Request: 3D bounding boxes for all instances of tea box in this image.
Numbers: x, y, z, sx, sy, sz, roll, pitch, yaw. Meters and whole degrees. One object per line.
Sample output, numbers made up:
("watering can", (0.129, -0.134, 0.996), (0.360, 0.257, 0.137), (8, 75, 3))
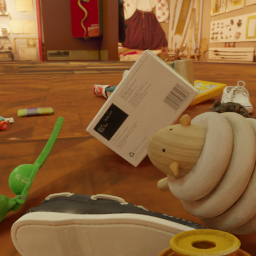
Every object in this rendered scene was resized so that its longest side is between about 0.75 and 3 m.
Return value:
("tea box", (0.300, -0.512, 5.758), (1.222, 1.829, 1.799), (37, 17, -6))

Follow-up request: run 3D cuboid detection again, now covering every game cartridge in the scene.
("game cartridge", (2.813, -1.539, 11.863), (2.062, 0.334, 1.818), (-21, 25, -27))

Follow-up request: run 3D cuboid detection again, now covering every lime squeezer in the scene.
("lime squeezer", (-1.749, 0.697, 3.825), (1.048, 0.560, 2.968), (38, 37, 19))

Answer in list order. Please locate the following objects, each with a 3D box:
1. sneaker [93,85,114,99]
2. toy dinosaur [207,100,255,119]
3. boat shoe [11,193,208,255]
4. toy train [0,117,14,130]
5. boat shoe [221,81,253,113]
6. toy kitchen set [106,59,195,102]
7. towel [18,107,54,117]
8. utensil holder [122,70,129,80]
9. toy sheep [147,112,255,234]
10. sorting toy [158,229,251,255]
("sneaker", (-1.167, -1.618, 12.455), (0.912, 0.568, 1.702), (0, 13, 5))
("toy dinosaur", (3.339, -0.617, 8.925), (1.574, 0.606, 0.805), (0, 29, 14))
("boat shoe", (-0.118, 1.062, 2.889), (2.139, 0.790, 0.645), (-4, 19, 17))
("toy train", (-4.362, -0.282, 7.770), (2.108, 0.586, 1.584), (-4, 17, -13))
("boat shoe", (3.960, -1.205, 10.196), (0.867, 1.001, 2.348), (2, 16, 8))
("toy kitchen set", (0.851, -1.539, 10.017), (2.108, 1.550, 2.631), (4, 15, 38))
("towel", (-3.108, -0.547, 9.513), (1.178, 0.134, 0.846), (-6, 18, -17))
("utensil holder", (0.418, -2.476, 14.667), (1.183, 1.005, 1.005), (7, 18, 16))
("toy sheep", (1.130, 0.504, 3.057), (1.992, 1.373, 1.373), (20, 13, -12))
("sorting toy", (1.072, 1.034, 1.902), (2.218, 0.911, 1.333), (-2, -1, -27))
